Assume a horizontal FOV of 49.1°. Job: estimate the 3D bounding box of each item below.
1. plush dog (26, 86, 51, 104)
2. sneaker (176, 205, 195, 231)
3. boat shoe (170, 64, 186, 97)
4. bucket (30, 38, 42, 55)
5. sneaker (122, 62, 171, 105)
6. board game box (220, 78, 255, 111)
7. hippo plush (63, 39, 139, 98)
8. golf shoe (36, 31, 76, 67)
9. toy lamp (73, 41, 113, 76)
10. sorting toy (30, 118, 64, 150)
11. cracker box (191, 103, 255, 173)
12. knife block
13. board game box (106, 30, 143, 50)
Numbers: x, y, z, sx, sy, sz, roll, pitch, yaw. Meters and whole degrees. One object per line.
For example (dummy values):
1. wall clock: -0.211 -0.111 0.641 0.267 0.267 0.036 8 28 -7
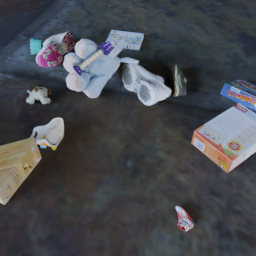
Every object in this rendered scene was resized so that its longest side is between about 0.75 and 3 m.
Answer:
1. plush dog: -3.672 -1.450 11.594 0.992 0.796 0.852 -1 24 0
2. sneaker: 1.547 2.616 8.110 0.410 0.255 0.765 -27 56 -25
3. boat shoe: 2.213 -2.021 12.125 0.622 0.676 1.891 11 47 -5
4. bucket: -4.547 -4.023 13.851 0.510 0.784 0.784 -1 47 -14
5. sneaker: 0.771 -1.964 11.916 1.414 1.109 2.846 -10 47 -31
6. board game box: 5.236 -1.049 10.827 2.819 0.486 1.908 32 31 26
7. hippo plush: -1.638 -2.962 11.753 2.888 2.300 2.322 -42 42 1
8. golf shoe: -3.684 -3.775 13.586 1.263 1.039 2.759 9 42 24
9. toy lamp: -1.257 -2.574 10.279 1.646 0.479 0.479 -39 56 -5
10. sorting toy: -3.040 0.262 10.035 1.175 0.697 1.305 2 37 16
11. cracker box: 3.744 0.263 9.920 2.498 0.720 1.673 -29 52 -24
12. knife block: -4.582 1.239 8.907 2.496 0.910 2.844 19 51 15
13. board game box: -0.160 -4.634 14.698 1.757 0.301 1.181 10 49 9
